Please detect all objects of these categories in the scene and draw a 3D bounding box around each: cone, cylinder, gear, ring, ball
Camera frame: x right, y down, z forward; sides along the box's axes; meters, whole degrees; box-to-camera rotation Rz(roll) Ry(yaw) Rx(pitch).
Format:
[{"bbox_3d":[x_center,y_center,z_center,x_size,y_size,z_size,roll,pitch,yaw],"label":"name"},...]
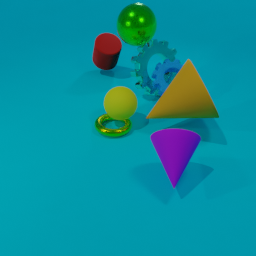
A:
[{"bbox_3d":[1.189,-0.624,7.194,1.653,1.647,1.647,-28,34,14],"label":"cone"},{"bbox_3d":[-0.787,-2.814,10.367,0.979,0.979,0.979,5,66,-11],"label":"cylinder"},{"bbox_3d":[1.418,-1.517,8.733,1.351,0.250,1.351,3,69,-9],"label":"gear"},{"bbox_3d":[0.964,0.714,5.783,1.069,1.069,1.073,3,67,5],"label":"cone"},{"bbox_3d":[-0.413,-0.109,7.903,1.074,0.215,1.074,2,33,-1],"label":"ring"},{"bbox_3d":[0.923,-1.942,9.126,1.778,1.778,0.329,-20,18,-26],"label":"gear"},{"bbox_3d":[0.259,-3.058,8.327,1.208,1.208,1.208,0,36,0],"label":"ball"},{"bbox_3d":[-0.204,-0.684,7.767,0.933,0.933,0.933,0,36,0],"label":"ball"}]
